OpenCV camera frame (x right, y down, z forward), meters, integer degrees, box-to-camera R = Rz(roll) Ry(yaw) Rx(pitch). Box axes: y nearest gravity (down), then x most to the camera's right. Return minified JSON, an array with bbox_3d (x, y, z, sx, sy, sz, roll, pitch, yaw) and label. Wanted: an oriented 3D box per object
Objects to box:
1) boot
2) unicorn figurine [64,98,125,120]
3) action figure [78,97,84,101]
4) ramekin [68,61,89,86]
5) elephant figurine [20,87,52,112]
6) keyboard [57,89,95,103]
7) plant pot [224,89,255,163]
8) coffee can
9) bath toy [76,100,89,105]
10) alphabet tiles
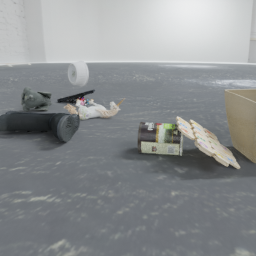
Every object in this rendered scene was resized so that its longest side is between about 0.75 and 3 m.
[{"bbox_3d":[-3.458,-0.159,10.365,2.873,0.943,2.368,6,6,2],"label":"boot"},{"bbox_3d":[-1.564,-0.871,13.146,2.506,0.925,1.721,-24,36,-23],"label":"unicorn figurine"},{"bbox_3d":[-2.774,-1.693,16.384,0.435,0.344,1.330,-23,23,-5],"label":"action figure"},{"bbox_3d":[-1.844,-1.981,10.210,0.433,0.930,0.930,-8,19,-37],"label":"ramekin"},{"bbox_3d":[-4.482,-1.439,14.468,1.805,1.277,1.400,6,39,-38],"label":"elephant figurine"},{"bbox_3d":[-3.025,-1.744,16.294,2.256,0.447,1.174,-15,11,7],"label":"keyboard"},{"bbox_3d":[4.333,-0.086,8.639,2.167,1.921,2.170,-2,19,-6],"label":"plant pot"},{"bbox_3d":[1.040,0.339,8.841,1.355,0.992,0.992,3,18,9],"label":"coffee can"},{"bbox_3d":[-2.541,-1.411,15.612,0.777,0.287,0.338,-14,22,-37],"label":"bath toy"},{"bbox_3d":[2.338,0.369,8.258,2.095,0.156,2.142,32,20,-5],"label":"alphabet tiles"}]
